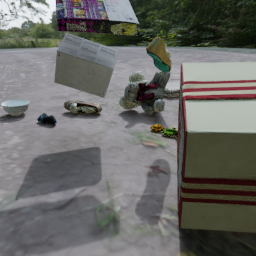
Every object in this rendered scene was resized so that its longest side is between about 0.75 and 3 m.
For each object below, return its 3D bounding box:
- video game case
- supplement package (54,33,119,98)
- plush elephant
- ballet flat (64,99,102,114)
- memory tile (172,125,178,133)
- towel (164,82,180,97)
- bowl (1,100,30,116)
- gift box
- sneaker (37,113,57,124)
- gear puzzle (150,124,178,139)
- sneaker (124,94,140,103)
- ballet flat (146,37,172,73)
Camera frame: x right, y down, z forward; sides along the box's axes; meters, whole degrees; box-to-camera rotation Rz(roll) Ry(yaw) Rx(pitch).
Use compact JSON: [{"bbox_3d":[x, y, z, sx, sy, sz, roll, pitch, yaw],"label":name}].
[{"bbox_3d":[-1.014,-3.620,8.354,2.239,0.442,2.470,-2,48,-16],"label":"video game case"},{"bbox_3d":[-1.348,-1.963,8.990,1.745,1.359,0.967,17,51,-6],"label":"supplement package"},{"bbox_3d":[0.615,-1.502,11.682,1.728,1.839,2.232,13,-9,-3],"label":"plush elephant"},{"bbox_3d":[-1.921,-0.845,11.578,1.693,0.576,0.569,2,26,9],"label":"ballet flat"},{"bbox_3d":[2.011,0.115,9.044,0.892,0.098,1.163,-5,21,-12],"label":"memory tile"},{"bbox_3d":[2.872,-2.105,15.145,2.672,0.461,1.771,-7,23,-20],"label":"towel"},{"bbox_3d":[-4.599,-0.807,11.535,1.096,0.492,1.096,0,20,0],"label":"bowl"},{"bbox_3d":[2.274,0.200,4.918,2.712,2.905,2.680,2,42,7],"label":"gift box"},{"bbox_3d":[-3.025,-0.290,10.502,0.944,0.345,0.386,13,43,40],"label":"sneaker"},{"bbox_3d":[1.702,0.063,9.510,1.991,0.261,1.031,11,23,28],"label":"gear puzzle"},{"bbox_3d":[0.247,-1.478,13.241,1.157,0.576,0.433,17,25,34],"label":"sneaker"},{"bbox_3d":[1.055,-2.182,8.469,0.645,0.593,1.880,29,4,17],"label":"ballet flat"}]
